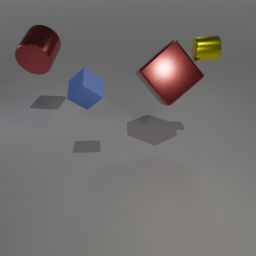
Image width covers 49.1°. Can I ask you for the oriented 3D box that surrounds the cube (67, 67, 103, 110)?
[{"bbox_3d":[-1.149,-1.057,7.612,0.700,0.700,0.700,30,42,-36],"label":"cube"}]

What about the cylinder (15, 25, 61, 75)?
[{"bbox_3d":[-3.506,-3.073,11.021,1.400,1.400,1.400,4,50,7],"label":"cylinder"}]

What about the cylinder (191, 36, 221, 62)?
[{"bbox_3d":[2.294,-2.336,8.253,0.700,0.700,0.700,-4,29,0],"label":"cylinder"}]

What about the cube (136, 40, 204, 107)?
[{"bbox_3d":[1.243,-1.684,8.798,1.400,1.400,1.400,-41,9,4],"label":"cube"}]
